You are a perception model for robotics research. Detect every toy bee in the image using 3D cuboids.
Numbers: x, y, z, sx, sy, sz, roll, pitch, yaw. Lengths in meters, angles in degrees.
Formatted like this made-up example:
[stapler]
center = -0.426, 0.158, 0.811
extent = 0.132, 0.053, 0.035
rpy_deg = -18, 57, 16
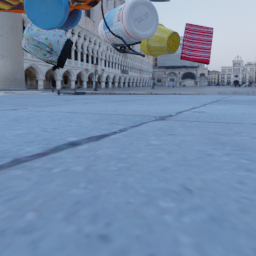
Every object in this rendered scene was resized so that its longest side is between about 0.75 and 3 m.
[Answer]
[toy bee]
center = -1.040, -2.448, 4.759
extent = 2.976, 1.618, 1.948
rpy_deg = 10, 20, -18

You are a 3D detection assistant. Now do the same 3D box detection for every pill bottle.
[pill bottle]
center = -0.097, -3.270, 8.917
extent = 1.190, 1.190, 2.188
rpy_deg = -5, 10, -30

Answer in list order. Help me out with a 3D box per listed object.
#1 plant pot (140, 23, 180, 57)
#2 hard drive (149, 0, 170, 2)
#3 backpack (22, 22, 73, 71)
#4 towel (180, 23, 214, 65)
[plant pot]
center = 1.273, -3.287, 10.563
extent = 1.257, 1.257, 1.183
rpy_deg = -7, 23, -43
[hard drive]
center = 0.836, -4.357, 9.007
extent = 1.042, 0.703, 0.220
rpy_deg = -12, -25, -27
[backpack]
center = -2.897, -3.024, 10.060
extent = 1.678, 1.400, 1.062
rpy_deg = 23, -42, -16
[towel]
center = 2.310, -2.809, 9.319
extent = 1.006, 1.391, 0.156
rpy_deg = 10, -12, -2
